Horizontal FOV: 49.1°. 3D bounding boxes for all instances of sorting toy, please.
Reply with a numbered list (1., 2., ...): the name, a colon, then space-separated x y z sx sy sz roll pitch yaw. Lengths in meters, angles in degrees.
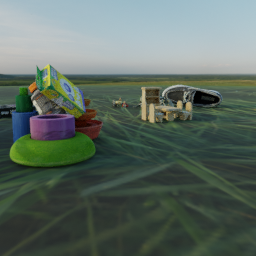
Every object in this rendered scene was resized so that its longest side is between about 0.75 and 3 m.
1. sorting toy: -1.444 -0.212 5.606 1.743 1.190 2.900 0 11 0

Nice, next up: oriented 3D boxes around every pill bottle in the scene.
1. pill bottle: -1.567 -0.470 5.547 0.508 0.957 0.508 -32 0 0

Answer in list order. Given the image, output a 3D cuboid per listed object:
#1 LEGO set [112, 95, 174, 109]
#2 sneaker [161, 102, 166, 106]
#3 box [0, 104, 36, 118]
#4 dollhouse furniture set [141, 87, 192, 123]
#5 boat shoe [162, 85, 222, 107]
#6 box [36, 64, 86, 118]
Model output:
1. LEGO set: 0.667 -1.334 12.833 2.834 0.803 1.841 1 11 3
2. sneaker: 1.363 -0.774 10.782 0.364 0.443 0.962 3 11 15
3. box: -4.324 -0.647 10.304 1.631 0.355 1.307 -5 12 -27
4. dollhouse furniture set: 1.128 -0.836 9.459 1.467 1.039 1.597 -5 11 -25
5. boat shoe: 2.975 -1.441 13.209 2.808 1.007 0.952 10 12 16
6. box: -1.284 -0.732 5.341 0.269 0.652 1.111 -33 -43 20
